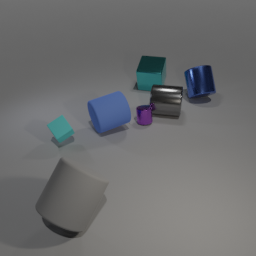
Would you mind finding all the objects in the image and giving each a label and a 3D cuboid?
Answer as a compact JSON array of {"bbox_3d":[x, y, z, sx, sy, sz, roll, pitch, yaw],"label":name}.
[{"bbox_3d":[-2.564,0.045,10.739,0.700,0.700,0.700,-35,80,-11],"label":"cube"},{"bbox_3d":[3.699,-2.346,14.397,1.400,1.400,1.400,-10,-3,-1],"label":"cylinder"},{"bbox_3d":[-1.405,1.666,7.162,1.400,1.400,1.400,27,-5,3],"label":"cylinder"},{"bbox_3d":[0.730,-0.589,12.432,0.700,0.700,0.700,-5,23,2],"label":"cylinder"},{"bbox_3d":[1.335,-3.034,15.697,1.400,1.400,1.400,8,54,14],"label":"cube"},{"bbox_3d":[1.786,-1.279,13.013,1.400,1.400,1.400,6,30,11],"label":"cylinder"},{"bbox_3d":[-0.786,-0.665,11.615,1.400,1.400,1.400,-21,35,-17],"label":"cylinder"}]
